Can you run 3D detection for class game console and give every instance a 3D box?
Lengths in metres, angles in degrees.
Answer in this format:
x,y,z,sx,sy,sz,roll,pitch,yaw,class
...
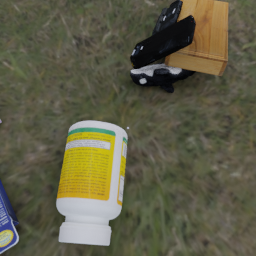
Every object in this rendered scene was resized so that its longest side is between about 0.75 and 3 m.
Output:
x,y,z,sx,sy,sz,roll,pitch,yaw,class
1.003,-2.534,7.059,1.579,0.323,2.677,-18,37,35,game console

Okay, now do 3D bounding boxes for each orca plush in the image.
x,y,z,sx,sy,sz,roll,pitch,yaw,class
1.178,-1.388,7.723,2.174,1.144,0.773,-17,113,-17,orca plush

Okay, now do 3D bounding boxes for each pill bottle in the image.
x,y,z,sx,sy,sz,roll,pitch,yaw,class
-0.777,1.195,6.068,1.376,1.376,2.439,4,68,2,pill bottle

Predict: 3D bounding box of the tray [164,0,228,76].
x,y,z,sx,sy,sz,roll,pitch,yaw,class
1.958,-2.674,7.688,1.444,0.542,2.928,12,52,6,tray

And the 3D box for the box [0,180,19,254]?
x,y,z,sx,sy,sz,roll,pitch,yaw,class
-3.629,1.781,6.292,1.695,0.454,2.799,-31,64,-11,box
